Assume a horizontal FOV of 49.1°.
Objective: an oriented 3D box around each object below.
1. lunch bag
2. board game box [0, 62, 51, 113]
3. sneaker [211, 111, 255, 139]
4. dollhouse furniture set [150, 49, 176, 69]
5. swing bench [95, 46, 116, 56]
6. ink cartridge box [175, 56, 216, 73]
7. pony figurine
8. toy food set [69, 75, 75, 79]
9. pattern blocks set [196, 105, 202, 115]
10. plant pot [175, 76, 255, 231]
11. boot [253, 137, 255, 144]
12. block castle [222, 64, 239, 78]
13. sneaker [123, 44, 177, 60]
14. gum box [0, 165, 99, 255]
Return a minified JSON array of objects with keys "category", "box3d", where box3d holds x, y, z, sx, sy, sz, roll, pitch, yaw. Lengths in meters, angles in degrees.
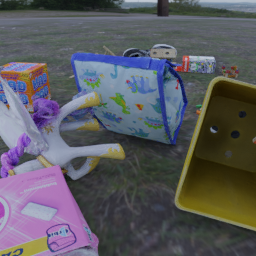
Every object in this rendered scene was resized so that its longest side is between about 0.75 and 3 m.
[{"category":"lunch bag","box3d":[0.116,-0.864,6.691,2.190,2.575,1.641,11,72,24]},{"category":"board game box","box3d":[-3.537,-1.399,9.412,1.318,1.317,1.317,4,25,9]},{"category":"sneaker","box3d":[3.113,-0.134,7.079,1.911,1.088,0.721,9,27,18]},{"category":"dollhouse furniture set","box3d":[1.509,-2.543,12.416,1.136,1.143,1.622,2,56,5]},{"category":"swing bench","box3d":[-0.624,-2.600,12.088,1.667,1.082,1.659,23,26,-3]},{"category":"ink cartridge box","box3d":[3.106,-3.197,13.927,2.307,0.581,1.257,6,26,10]},{"category":"pony figurine","box3d":[-1.618,0.136,5.465,2.512,2.425,2.091,-22,-5,-30]},{"category":"toy food set","box3d":[-1.724,-2.460,12.699,1.738,0.349,1.200,9,27,17]},{"category":"pattern blocks set","box3d":[2.721,-0.546,9.064,1.063,0.098,1.209,-11,28,-22]},{"category":"plant pot","box3d":[2.091,0.329,4.962,2.123,2.123,1.872,15,14,5]},{"category":"boot","box3d":[3.368,0.734,5.799,1.046,0.732,1.950,-27,36,-32]},{"category":"block castle","box3d":[4.753,-2.665,13.021,0.628,0.441,0.940,3,26,4]},{"category":"sneaker","box3d":[1.101,-3.514,14.150,2.797,1.056,1.592,-4,26,5]},{"category":"gum box","box3d":[-1.914,1.577,3.553,2.889,0.955,1.640,-12,31,-21]}]
